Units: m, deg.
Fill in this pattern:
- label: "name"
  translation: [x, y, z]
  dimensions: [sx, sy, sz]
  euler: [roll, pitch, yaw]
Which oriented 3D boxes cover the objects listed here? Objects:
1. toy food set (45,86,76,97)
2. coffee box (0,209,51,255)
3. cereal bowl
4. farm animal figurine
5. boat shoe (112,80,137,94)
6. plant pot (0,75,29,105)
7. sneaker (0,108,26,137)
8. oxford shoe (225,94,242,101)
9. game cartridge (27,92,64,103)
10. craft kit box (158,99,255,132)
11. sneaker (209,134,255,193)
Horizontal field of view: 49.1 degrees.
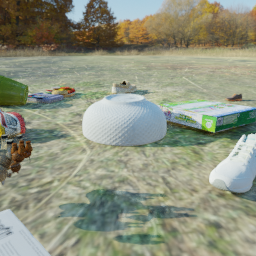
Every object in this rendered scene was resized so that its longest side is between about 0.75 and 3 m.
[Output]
- label: "toy food set"
  translation: [-3.371, -1.816, 13.965]
  dimensions: [1.488, 0.366, 1.503]
  euler: [12, 22, 33]
- label: "coffee box"
  translation: [-1.216, 1.537, 2.196]
  dimensions: [1.123, 1.110, 1.121]
  euler: [-15, 23, -39]
- label: "cereal bowl"
  translation: [-0.116, -0.394, 8.384]
  dimensions: [2.569, 1.070, 2.569]
  euler: [-1, 18, 0]
- label: "farm animal figurine"
  translation: [-2.270, 0.568, 4.409]
  dimensions: [1.384, 0.696, 1.118]
  euler: [-7, 13, -33]
- label: "boat shoe"
  translation: [-0.143, -2.181, 14.636]
  dimensions: [0.695, 0.652, 1.885]
  euler: [11, 21, 32]
- label: "plant pot"
  translation: [-4.927, -1.504, 11.834]
  dimensions: [1.258, 1.306, 1.306]
  euler: [10, 16, -10]
- label: "sneaker"
  translation: [-4.018, -0.210, 8.181]
  dimensions: [2.124, 0.827, 0.872]
  euler: [10, 21, 29]
- label: "oxford shoe"
  translation: [4.819, -1.415, 12.782]
  dimensions: [0.882, 0.321, 0.314]
  euler: [-7, 19, -20]
- label: "game cartridge"
  translation: [-3.897, -1.406, 12.876]
  dimensions: [1.572, 0.302, 1.019]
  euler: [9, 16, 27]
- label: "craft kit box"
  translation: [2.596, -0.494, 9.298]
  dimensions: [2.348, 0.570, 2.319]
  euler: [-10, 21, -37]
- label: "sneaker"
  translation: [2.310, 0.592, 5.615]
  dimensions: [0.770, 0.878, 2.191]
  euler: [18, 26, 40]
